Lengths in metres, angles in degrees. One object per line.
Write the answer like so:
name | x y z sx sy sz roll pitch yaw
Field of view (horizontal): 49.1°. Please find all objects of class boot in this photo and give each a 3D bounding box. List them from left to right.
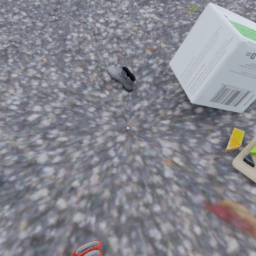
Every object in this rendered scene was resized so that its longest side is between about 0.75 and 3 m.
boot | -0.161 -1.525 7.816 1.014 0.668 0.354 41 68 12

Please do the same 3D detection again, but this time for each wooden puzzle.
wooden puzzle | 3.094 0.764 6.259 1.976 0.231 1.333 32 51 21

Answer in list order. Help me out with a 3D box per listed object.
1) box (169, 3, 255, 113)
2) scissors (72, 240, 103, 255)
box | 2.401 -1.613 6.838 1.828 1.837 1.574 7 44 -29
scissors | -1.132 2.397 4.853 1.518 0.106 0.555 -20 18 -16
